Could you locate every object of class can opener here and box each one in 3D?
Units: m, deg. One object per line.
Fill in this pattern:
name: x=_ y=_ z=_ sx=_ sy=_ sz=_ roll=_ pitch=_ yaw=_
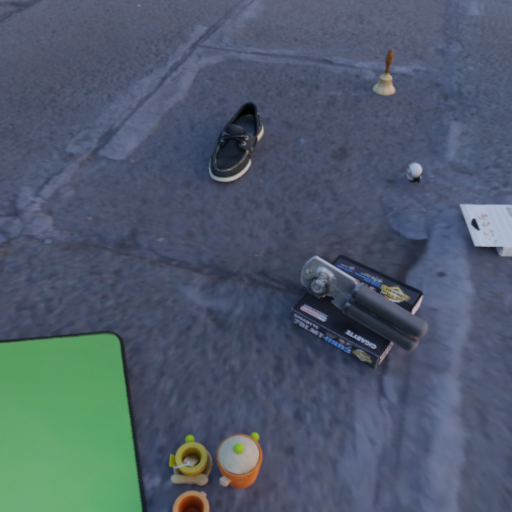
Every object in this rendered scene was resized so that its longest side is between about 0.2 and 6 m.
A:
can opener: x=1.713 y=0.683 z=9.011 sx=2.174 sy=0.580 sz=0.727 roll=31 pitch=27 yaw=14

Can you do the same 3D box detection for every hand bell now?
hand bell: x=3.499 y=-4.967 z=14.986 sx=0.603 sy=1.157 sz=0.603 roll=0 pitch=44 yaw=0

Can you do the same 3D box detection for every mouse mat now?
mouse mat: x=-2.936 y=2.440 z=7.577 sx=2.576 sy=0.121 sz=3.201 roll=-3 pitch=50 yaw=-20

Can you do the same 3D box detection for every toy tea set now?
toy tea set: x=-0.510 y=3.114 z=6.965 sx=1.246 sy=0.775 sz=2.095 roll=-2 pitch=44 yaw=-2

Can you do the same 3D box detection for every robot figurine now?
robot figurine: x=3.425 y=-1.790 z=12.151 sx=0.375 sy=0.499 sz=0.312 roll=23 pitch=76 yaw=20

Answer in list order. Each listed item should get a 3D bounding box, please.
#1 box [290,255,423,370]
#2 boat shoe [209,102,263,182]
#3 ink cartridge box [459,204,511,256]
box: x=1.717 y=0.878 z=9.540 sx=1.676 sy=0.416 sz=1.663 roll=28 pitch=50 yaw=26
boat shoe: x=-0.428 y=-2.708 z=12.884 sx=0.955 sy=0.847 sz=2.555 roll=16 pitch=46 yaw=16
ink cartridge box: x=4.684 y=-0.517 z=11.055 sx=1.113 sy=0.279 sz=1.282 roll=1 pitch=44 yaw=2
